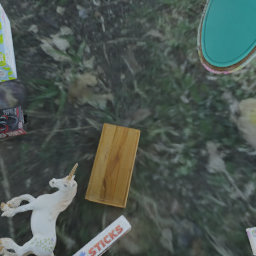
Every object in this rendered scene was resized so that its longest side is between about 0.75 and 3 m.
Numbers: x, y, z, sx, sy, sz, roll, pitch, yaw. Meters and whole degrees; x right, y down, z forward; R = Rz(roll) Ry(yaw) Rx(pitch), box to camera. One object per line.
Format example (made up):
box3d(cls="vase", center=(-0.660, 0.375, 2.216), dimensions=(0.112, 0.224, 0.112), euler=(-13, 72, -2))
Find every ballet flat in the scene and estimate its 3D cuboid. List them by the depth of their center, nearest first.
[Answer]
box3d(cls="ballet flat", center=(1.665, -2.044, 3.840), dimensions=(0.967, 0.996, 2.799), euler=(15, 94, 14))

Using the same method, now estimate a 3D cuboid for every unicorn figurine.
box3d(cls="unicorn figurine", center=(-1.919, 1.928, 6.083), dimensions=(1.587, 0.853, 2.311), euler=(1, 83, -10))

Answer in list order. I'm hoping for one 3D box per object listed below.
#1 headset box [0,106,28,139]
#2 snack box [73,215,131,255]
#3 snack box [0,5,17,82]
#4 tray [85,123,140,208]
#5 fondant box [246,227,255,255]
box3d(cls="headset box", center=(-2.970, -0.145, 7.045), dimensions=(0.899, 0.337, 0.668), euler=(-11, 70, -4))
box3d(cls="snack box", center=(-1.078, 2.771, 5.587), dimensions=(2.735, 0.983, 0.333), euler=(-37, 73, -13))
box3d(cls="snack box", center=(-4.455, -2.124, 7.532), dimensions=(2.487, 0.842, 2.097), euler=(-14, 69, -7))
box3d(cls="tray", center=(-0.332, 0.859, 6.670), dimensions=(0.914, 0.343, 1.852), euler=(11, 70, 4))
box3d(cls="fondant box", center=(3.071, 2.424, 6.132), dimensions=(0.765, 0.223, 0.552), euler=(-9, 69, -4))
